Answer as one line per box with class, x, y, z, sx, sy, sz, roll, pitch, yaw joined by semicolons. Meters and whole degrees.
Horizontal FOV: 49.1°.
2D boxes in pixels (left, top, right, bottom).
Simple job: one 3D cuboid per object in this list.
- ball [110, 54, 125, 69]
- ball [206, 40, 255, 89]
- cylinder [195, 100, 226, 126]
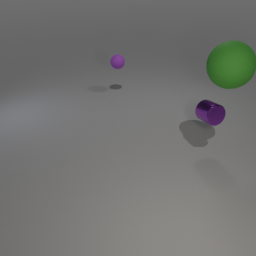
ball;-0.499;-3.197;13.527;0.700;0.700;0.700;0;30;0
ball;3.042;-1.857;8.282;1.400;1.400;1.400;0;30;0
cylinder;2.660;-0.504;9.078;0.700;0.700;0.700;-10;23;-17
